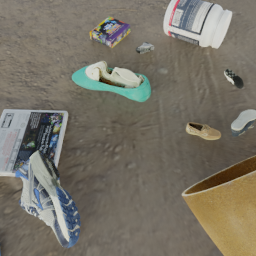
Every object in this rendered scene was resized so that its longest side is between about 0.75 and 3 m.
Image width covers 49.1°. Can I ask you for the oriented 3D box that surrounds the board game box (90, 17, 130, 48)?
[{"bbox_3d":[-0.690,-3.768,10.968,1.060,0.364,1.282,28,59,20],"label":"board game box"}]

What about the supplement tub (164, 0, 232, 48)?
[{"bbox_3d":[2.540,-3.914,10.363,2.135,1.498,1.498,25,58,18],"label":"supplement tub"}]

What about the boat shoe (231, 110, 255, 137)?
[{"bbox_3d":[3.461,-0.145,8.278,0.457,0.377,1.220,25,48,36],"label":"boat shoe"}]

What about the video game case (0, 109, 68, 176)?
[{"bbox_3d":[-2.867,0.375,7.998,1.980,0.254,2.178,1,53,2],"label":"video game case"}]

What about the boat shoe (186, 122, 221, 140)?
[{"bbox_3d":[2.212,0.076,8.159,1.018,0.329,0.363,11,54,8],"label":"boat shoe"}]

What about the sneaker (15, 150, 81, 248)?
[{"bbox_3d":[-1.955,1.772,6.669,1.034,0.935,2.427,-33,64,1],"label":"sneaker"}]

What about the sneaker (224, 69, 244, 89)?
[{"bbox_3d":[3.574,-1.652,9.463,0.303,0.362,0.818,-39,85,5],"label":"sneaker"}]

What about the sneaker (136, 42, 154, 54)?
[{"bbox_3d":[0.567,-3.035,10.513,0.759,0.285,0.438,-13,49,-22],"label":"sneaker"}]

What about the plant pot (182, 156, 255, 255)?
[{"bbox_3d":[2.931,2.051,5.452,2.689,2.689,2.885,-23,79,-16],"label":"plant pot"}]

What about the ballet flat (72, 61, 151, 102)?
[{"bbox_3d":[-0.554,-1.663,9.034,2.783,0.979,0.937,17,55,13],"label":"ballet flat"}]
